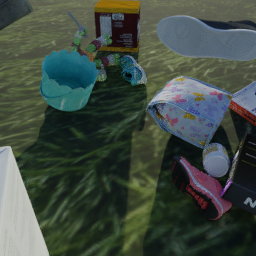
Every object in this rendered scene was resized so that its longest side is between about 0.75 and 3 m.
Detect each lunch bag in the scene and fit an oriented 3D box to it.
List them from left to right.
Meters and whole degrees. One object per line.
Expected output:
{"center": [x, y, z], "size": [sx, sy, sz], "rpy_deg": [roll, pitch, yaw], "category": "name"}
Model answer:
{"center": [1.718, -0.561, 8.010], "size": [1.943, 1.235, 1.647], "rpy_deg": [27, 47, 16], "category": "lunch bag"}

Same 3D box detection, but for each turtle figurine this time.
{"center": [-1.147, -2.704, 10.146], "size": [1.832, 2.545, 2.468], "rpy_deg": [40, 42, 9], "category": "turtle figurine"}

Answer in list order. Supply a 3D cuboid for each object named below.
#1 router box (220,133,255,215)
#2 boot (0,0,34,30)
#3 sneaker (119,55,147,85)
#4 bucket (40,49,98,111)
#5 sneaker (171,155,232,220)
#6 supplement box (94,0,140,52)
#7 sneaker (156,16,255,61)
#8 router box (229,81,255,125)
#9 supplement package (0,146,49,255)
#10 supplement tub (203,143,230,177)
{"center": [3.351, 1.257, 5.867], "size": [2.375, 0.606, 1.771], "rpy_deg": [27, 44, 15], "category": "router box"}
{"center": [-3.576, -2.360, 7.006], "size": [2.688, 2.444, 0.975], "rpy_deg": [-42, 45, -20], "category": "boot"}
{"center": [0.052, -2.169, 10.505], "size": [0.711, 0.692, 1.786], "rpy_deg": [-23, 43, -13], "category": "sneaker"}
{"center": [-1.893, -1.467, 8.820], "size": [1.793, 1.167, 1.793], "rpy_deg": [13, 47, -14], "category": "bucket"}
{"center": [1.617, 1.263, 6.297], "size": [0.730, 0.621, 1.684], "rpy_deg": [-12, 46, -31], "category": "sneaker"}
{"center": [-0.420, -4.531, 12.464], "size": [1.856, 1.881, 1.249], "rpy_deg": [4, 38, 5], "category": "supplement box"}
{"center": [2.317, -2.565, 7.862], "size": [2.905, 1.027, 1.441], "rpy_deg": [18, 31, 23], "category": "sneaker"}
{"center": [4.235, -0.832, 8.638], "size": [1.652, 0.403, 1.482], "rpy_deg": [-31, 45, -10], "category": "router box"}
{"center": [-2.206, 2.063, 3.382], "size": [2.093, 2.779, 2.109], "rpy_deg": [-8, 39, -10], "category": "supplement package"}
{"center": [2.080, 0.757, 6.642], "size": [0.597, 0.597, 0.825], "rpy_deg": [9, 19, 11], "category": "supplement tub"}
